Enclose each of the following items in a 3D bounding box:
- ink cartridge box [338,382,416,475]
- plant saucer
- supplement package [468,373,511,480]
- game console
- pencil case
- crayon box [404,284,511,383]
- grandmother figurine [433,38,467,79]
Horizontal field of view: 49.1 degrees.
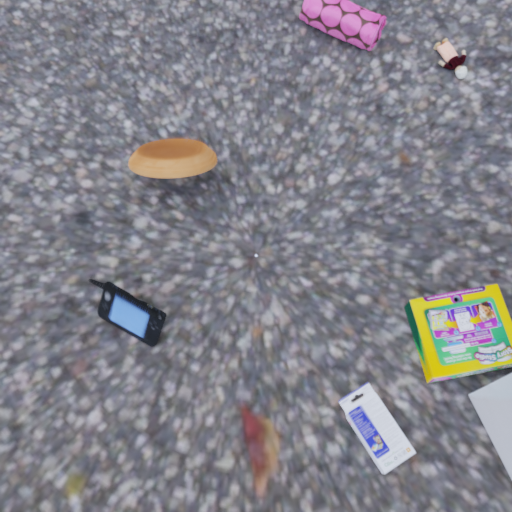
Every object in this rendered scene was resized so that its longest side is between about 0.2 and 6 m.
[{"bbox_3d":[1.849,2.659,8.683,0.597,0.234,1.260,-29,72,-11],"label":"ink cartridge box"},{"bbox_3d":[-1.503,-1.800,10.095,1.589,0.297,1.589,0,29,0],"label":"plant saucer"},{"bbox_3d":[4.434,2.484,7.774,1.547,2.012,2.104,-19,68,-8],"label":"supplement package"},{"bbox_3d":[-2.114,0.925,8.917,1.179,1.037,0.686,28,27,11],"label":"game console"},{"bbox_3d":[1.841,-5.025,11.744,1.810,0.821,0.848,32,58,11],"label":"pencil case"},{"bbox_3d":[3.379,1.262,9.163,1.538,0.448,1.327,-10,68,-3],"label":"crayon box"},{"bbox_3d":[4.082,-4.064,11.598,0.569,0.284,0.938,-29,70,18],"label":"grandmother figurine"}]
